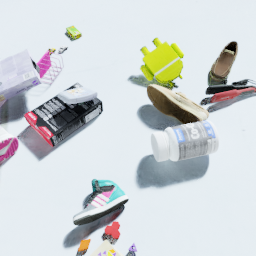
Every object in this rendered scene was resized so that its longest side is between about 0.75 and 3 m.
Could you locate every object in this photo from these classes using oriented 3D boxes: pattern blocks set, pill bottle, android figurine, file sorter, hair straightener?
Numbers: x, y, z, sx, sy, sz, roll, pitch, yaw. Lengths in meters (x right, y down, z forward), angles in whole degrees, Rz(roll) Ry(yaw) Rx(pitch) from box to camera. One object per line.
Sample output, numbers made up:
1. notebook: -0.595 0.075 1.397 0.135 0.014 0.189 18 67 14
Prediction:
1. pattern blocks set: -0.663 3.758 7.721 2.028 0.164 1.782 -31 58 -22
2. pill bottle: 1.921 0.481 9.665 2.102 1.196 1.196 -11 52 -9
3. android figurine: 1.540 -2.867 12.299 1.981 0.447 2.176 -37 83 1
4. file sorter: -3.459 -2.668 12.416 0.758 0.840 1.209 16 53 9
5. hair straightener: 4.534 -1.827 11.893 2.824 0.578 1.087 -15 53 -12

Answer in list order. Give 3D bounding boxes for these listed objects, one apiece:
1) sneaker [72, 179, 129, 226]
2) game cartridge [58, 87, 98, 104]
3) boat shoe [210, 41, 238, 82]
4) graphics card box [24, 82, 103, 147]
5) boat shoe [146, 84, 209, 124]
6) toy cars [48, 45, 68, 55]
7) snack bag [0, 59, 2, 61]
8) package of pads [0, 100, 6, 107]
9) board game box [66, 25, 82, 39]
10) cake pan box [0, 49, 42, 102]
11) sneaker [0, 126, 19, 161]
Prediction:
1. sneaker: -0.995 2.145 8.606 1.807 0.755 1.091 -19 59 -25
2. game cartridge: -1.837 -1.232 10.489 1.307 0.271 0.870 -22 33 -40
3. boat shoe: 4.402 -3.137 12.722 0.906 0.907 2.453 22 55 16
4. graphics card box: -2.426 -0.592 10.864 1.618 0.656 2.579 37 61 26
5. boat shoe: 1.910 -0.952 11.040 2.651 0.945 0.855 38 55 18
6. toy cars: -3.485 -3.862 13.721 1.141 0.253 0.511 -15 54 -12
7. snack bag: -6.288 -2.670 12.827 1.643 0.176 1.549 8 53 7
8. package of pads: -5.426 -1.217 11.503 0.691 0.434 1.146 14 53 12
9. board game box: -2.831 -5.016 14.661 0.462 0.217 0.910 -28 57 -21
10. cake pan box: -4.652 -2.162 11.392 2.055 0.537 1.892 -27 58 -5
11. sneaker: -5.265 0.825 9.538 2.788 1.134 1.230 -29 55 -31
